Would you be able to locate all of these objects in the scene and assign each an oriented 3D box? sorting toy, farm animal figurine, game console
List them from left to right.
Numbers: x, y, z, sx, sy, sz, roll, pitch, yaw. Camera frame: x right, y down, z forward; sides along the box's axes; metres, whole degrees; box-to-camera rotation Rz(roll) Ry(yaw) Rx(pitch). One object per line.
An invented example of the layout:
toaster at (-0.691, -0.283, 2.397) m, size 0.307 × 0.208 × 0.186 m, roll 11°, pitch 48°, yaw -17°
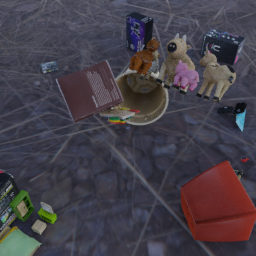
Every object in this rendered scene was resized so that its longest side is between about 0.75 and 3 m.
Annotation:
sorting toy at (-0.262, -0.307, 7.534) m, size 0.712 × 0.250 × 1.477 m, roll 11°, pitch 17°, yaw 25°
farm animal figurine at (1.446, -1.668, 7.391) m, size 2.550 × 1.330 × 2.522 m, roll 23°, pitch 5°, yaw 7°
game console at (3.996, -0.744, 10.787) m, size 1.039 × 0.125 × 0.613 m, roll -2°, pitch 36°, yaw 38°

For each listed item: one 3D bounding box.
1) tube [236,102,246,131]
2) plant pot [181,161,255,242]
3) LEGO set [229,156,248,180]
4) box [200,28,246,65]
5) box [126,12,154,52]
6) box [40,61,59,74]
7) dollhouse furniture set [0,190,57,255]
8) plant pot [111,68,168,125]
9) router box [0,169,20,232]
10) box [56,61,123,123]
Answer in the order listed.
tube at (4.274, -0.466, 10.626) m, size 0.507 × 0.330 × 1.309 m, roll 46°, pitch 43°, yaw -18°
plant pot at (2.210, 2.064, 7.327) m, size 1.398 × 1.586 × 1.585 m, roll -15°, pitch 46°, yaw -2°
LEGO set at (4.418, 1.277, 8.662) m, size 2.749 × 0.779 × 1.785 m, roll -1°, pitch 53°, yaw 15°
box at (4.600, -3.985, 13.676) m, size 1.782 × 1.089 × 0.945 m, roll 26°, pitch 51°, yaw 25°
box at (0.554, -4.688, 13.939) m, size 1.217 × 1.724 × 0.680 m, roll 34°, pitch 54°, yaw 30°
box at (-3.684, -2.859, 13.180) m, size 0.768 × 0.196 × 0.605 m, roll -16°, pitch 48°, yaw -15°
dollhouse furniture set at (-2.755, 2.615, 7.188) m, size 1.063 × 0.814 × 1.622 m, roll 19°, pitch 48°, yaw 18°
plant pot at (0.486, -1.532, 10.727) m, size 2.159 × 2.159 × 1.976 m, roll 6°, pitch 33°, yaw 6°
router box at (-3.611, 2.240, 7.076) m, size 0.625 × 1.507 × 2.011 m, roll 19°, pitch 47°, yaw 18°
box at (-1.024, -0.925, 7.474) m, size 1.393 × 1.156 × 1.144 m, roll -23°, pitch 93°, yaw -11°
